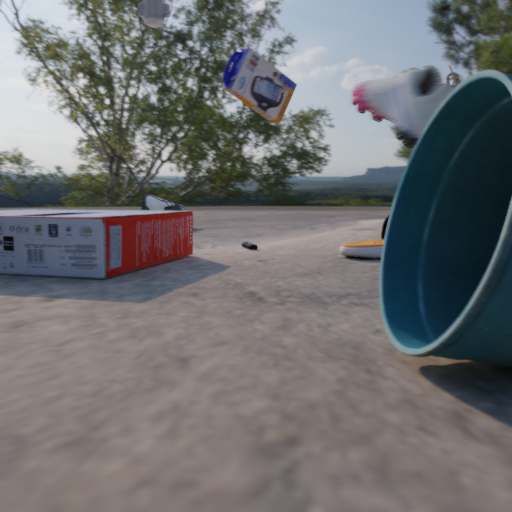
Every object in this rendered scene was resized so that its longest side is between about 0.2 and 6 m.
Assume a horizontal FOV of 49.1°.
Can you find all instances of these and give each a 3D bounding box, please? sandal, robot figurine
[{"bbox_3d":[2.787,-0.479,10.418,3.088,0.885,1.183,-6,8,-42],"label":"sandal"},{"bbox_3d":[-1.719,-4.140,9.438,0.535,0.631,0.356,4,10,6],"label":"robot figurine"}]

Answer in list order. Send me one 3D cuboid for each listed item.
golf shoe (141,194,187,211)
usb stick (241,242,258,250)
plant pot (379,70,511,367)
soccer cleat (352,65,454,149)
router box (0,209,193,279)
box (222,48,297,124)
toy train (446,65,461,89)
[{"bbox_3d":[-2.778,-1.322,17.181,1.263,1.106,2.866,3,7,5],"label":"golf shoe"},{"bbox_3d":[-0.137,-0.201,11.448,0.197,0.116,0.712,-1,7,-14],"label":"usb stick"},{"bbox_3d":[1.936,-0.072,3.625,1.691,1.799,1.799,13,5,-6],"label":"plant pot"},{"bbox_3d":[2.163,-2.289,8.019,0.813,1.005,2.328,8,28,-23],"label":"soccer cleat"},{"bbox_3d":[-3.138,-0.302,9.071,3.369,0.823,3.024,2,7,15],"label":"router box"},{"bbox_3d":[0.064,-3.991,13.066,1.782,1.061,0.370,26,-5,-38],"label":"box"},{"bbox_3d":[4.040,-3.415,12.154,1.073,1.854,0.785,1,-19,-31],"label":"toy train"}]
